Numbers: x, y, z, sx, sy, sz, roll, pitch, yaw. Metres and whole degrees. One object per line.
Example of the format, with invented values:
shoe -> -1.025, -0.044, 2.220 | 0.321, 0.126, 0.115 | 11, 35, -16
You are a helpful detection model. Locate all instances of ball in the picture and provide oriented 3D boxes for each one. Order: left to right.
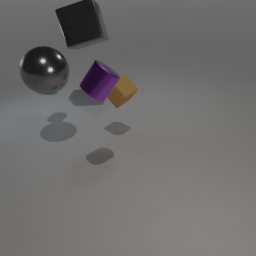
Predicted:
ball -> -2.432, -1.677, 8.224 | 1.400, 1.400, 1.400 | 0, 29, 0

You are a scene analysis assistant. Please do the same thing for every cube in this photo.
cube -> -1.670, -3.843, 10.517 | 1.400, 1.400, 1.400 | -15, 13, 8
cube -> -0.239, -1.219, 9.277 | 0.700, 0.700, 0.700 | 49, 49, 4

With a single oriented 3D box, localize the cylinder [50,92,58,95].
cylinder -> -2.835, -1.647, 10.156 | 0.700, 0.700, 0.700 | 14, 27, -7

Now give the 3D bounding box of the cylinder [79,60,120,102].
cylinder -> -0.647, -1.081, 6.468 | 0.700, 0.700, 0.700 | 33, 16, -11
